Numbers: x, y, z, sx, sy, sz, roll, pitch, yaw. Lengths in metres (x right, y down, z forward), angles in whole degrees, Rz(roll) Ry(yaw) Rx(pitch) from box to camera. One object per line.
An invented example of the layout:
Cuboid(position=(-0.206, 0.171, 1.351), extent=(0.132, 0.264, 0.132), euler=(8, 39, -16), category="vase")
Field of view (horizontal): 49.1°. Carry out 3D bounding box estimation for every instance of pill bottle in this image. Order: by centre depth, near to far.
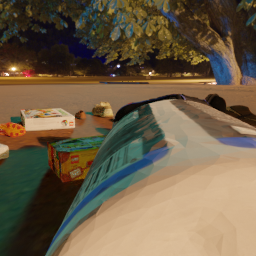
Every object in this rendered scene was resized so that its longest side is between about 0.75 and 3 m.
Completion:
Cuboid(position=(0.399, 0.565, 2.103), extent=(1.487, 1.487, 2.613), euler=(0, 11, 2), category="pill bottle")

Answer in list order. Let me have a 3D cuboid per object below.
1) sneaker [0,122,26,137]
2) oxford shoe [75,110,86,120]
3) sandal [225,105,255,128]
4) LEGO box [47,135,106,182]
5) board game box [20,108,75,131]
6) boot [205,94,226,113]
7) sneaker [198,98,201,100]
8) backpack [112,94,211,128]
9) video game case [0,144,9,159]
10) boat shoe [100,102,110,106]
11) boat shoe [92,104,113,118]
Cuboid(position=(-3.352, 0.025, 7.778), extent=(1.143, 0.417, 0.441), euler=(3, 8, 10), category="sneaker")
Cuboid(position=(-1.850, -0.544, 10.964), extent=(0.332, 0.332, 0.931), euler=(-8, 11, -29), category="oxford shoe")
Cuboid(position=(3.283, -0.130, 8.037), extent=(1.002, 0.669, 2.453), euler=(-11, 21, -12), category="sandal")
Cuboid(position=(-0.712, 0.496, 5.065), extent=(1.278, 0.493, 0.952), euler=(-6, 12, -29), category="LEGO box")
Cuboid(position=(-2.821, -0.335, 9.587), extent=(1.497, 0.410, 2.372), euler=(-4, 12, -24), category="board game box")
Cuboid(position=(1.949, 0.084, 5.126), extent=(1.262, 1.689, 0.635), euler=(2, -31, 32), category="boot")
Cuboid(position=(1.856, -0.350, 9.073), extent=(2.543, 0.937, 1.103), euler=(-16, 31, -40), category="sneaker")
Cuboid(position=(0.475, 0.237, 4.353), extent=(1.046, 1.420, 1.555), euler=(1, -4, -44), category="backpack")
Cuboid(position=(-4.143, 0.498, 5.583), extent=(2.567, 0.300, 2.333), euler=(8, 13, 36), category="video game case")
Cuboid(position=(-1.256, -1.325, 15.147), extent=(0.312, 0.269, 0.855), euler=(6, 12, 28), category="boat shoe")
Cuboid(position=(-1.049, -0.759, 11.584), extent=(0.584, 0.500, 1.594), euler=(-7, 13, -31), category="boat shoe")
